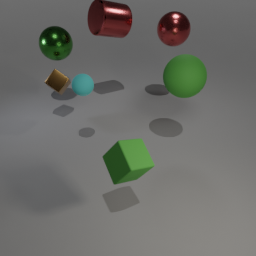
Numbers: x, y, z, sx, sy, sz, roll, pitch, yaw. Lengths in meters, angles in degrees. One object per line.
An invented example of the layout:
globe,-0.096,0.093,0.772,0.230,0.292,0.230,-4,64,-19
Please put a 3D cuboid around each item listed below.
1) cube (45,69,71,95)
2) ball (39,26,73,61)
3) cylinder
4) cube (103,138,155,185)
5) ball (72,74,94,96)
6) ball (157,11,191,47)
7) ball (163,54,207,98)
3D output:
cube,-2.825,-1.848,11.337,0.700,0.700,0.700,35,-5,-2
ball,-3.030,-3.550,11.782,1.400,1.400,1.400,0,31,0
cylinder,-0.769,-4.566,11.786,1.400,1.400,1.400,-8,30,-37
cube,0.002,0.713,6.048,0.700,0.700,0.700,-3,59,-42
ball,-1.437,-1.370,8.896,0.700,0.700,0.700,0,31,0
ball,1.921,-4.153,11.776,1.400,1.400,1.400,0,31,0
ball,1.841,-1.677,9.102,1.400,1.400,1.400,0,31,0
